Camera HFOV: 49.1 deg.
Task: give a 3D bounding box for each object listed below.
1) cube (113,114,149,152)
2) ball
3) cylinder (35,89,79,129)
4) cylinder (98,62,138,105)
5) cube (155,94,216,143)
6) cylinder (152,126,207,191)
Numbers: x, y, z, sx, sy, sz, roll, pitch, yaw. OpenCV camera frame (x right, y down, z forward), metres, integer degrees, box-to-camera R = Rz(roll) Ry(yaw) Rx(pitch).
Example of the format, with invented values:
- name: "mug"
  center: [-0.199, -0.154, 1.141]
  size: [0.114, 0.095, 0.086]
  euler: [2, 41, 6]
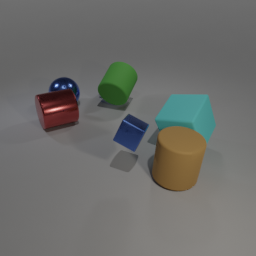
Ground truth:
- name: "cube"
  center: [0.098, 0.124, 7.974]
  size: [0.700, 0.700, 0.700]
  euler: [28, 22, 4]
- name: "ball"
  center: [-2.883, -1.596, 12.692]
  size: [1.400, 1.400, 1.400]
  euler: [0, 30, 0]
- name: "cylinder"
  center: [-2.863, -0.778, 11.276]
  size: [1.400, 1.400, 1.400]
  euler: [-16, 33, -25]
- name: "cylinder"
  center: [-0.445, -1.975, 12.474]
  size: [1.400, 1.400, 1.400]
  euler: [12, 56, 19]
- name: "cube"
  center: [1.994, -0.190, 9.574]
  size: [1.400, 1.400, 1.400]
  euler: [6, 46, 38]
- name: "cylinder"
  center: [1.487, 0.885, 8.318]
  size: [1.400, 1.400, 1.400]
  euler: [4, 32, -2]
